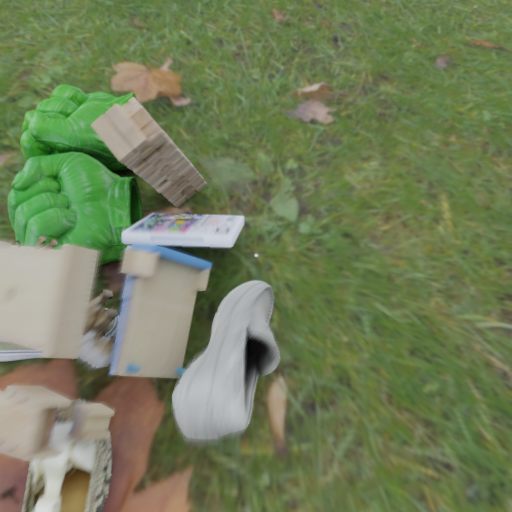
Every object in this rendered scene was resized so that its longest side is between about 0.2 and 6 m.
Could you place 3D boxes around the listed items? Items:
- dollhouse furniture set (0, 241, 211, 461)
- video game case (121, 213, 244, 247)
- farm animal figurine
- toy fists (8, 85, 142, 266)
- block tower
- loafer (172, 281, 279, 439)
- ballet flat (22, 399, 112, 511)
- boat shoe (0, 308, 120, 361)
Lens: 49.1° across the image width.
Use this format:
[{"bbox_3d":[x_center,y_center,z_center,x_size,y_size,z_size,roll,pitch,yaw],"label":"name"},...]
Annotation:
[{"bbox_3d":[-1.984,0.991,6.912,1.642,2.516,2.375,5,82,35],"label":"dollhouse furniture set"},{"bbox_3d":[-0.971,-0.384,7.993,1.466,0.185,1.609,2,14,4],"label":"video game case"},{"bbox_3d":[-2.482,0.649,7.075,1.503,0.792,1.519,29,31,-31],"label":"farm animal figurine"},{"bbox_3d":[-2.887,-1.386,8.990,1.925,1.298,3.776,-7,54,-2],"label":"toy fists"},{"bbox_3d":[-1.448,-1.426,8.287,0.678,2.509,0.725,-39,78,2],"label":"block tower"},{"bbox_3d":[-0.128,1.177,6.896,0.924,0.926,2.648,-4,31,20],"label":"loafer"},{"bbox_3d":[-2.117,2.699,5.995,0.946,1.050,2.788,-2,52,-1],"label":"ballet flat"},{"bbox_3d":[-2.802,1.016,7.572,1.895,0.588,0.682,-10,53,-8],"label":"boat shoe"}]
